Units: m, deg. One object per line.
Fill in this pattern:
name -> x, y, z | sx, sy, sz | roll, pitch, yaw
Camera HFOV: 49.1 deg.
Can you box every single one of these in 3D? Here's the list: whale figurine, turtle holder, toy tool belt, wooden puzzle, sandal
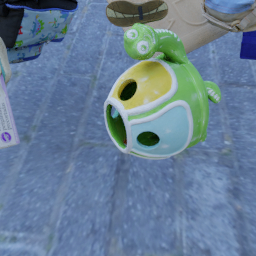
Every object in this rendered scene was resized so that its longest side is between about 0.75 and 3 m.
whale figurine -> -3.173, -0.992, 5.617 | 1.254, 2.416, 1.922 | -11, 88, -42
turtle holder -> 0.495, -0.416, 4.688 | 1.578, 2.223, 1.689 | -22, 67, -23
toy tool belt -> 2.337, -2.581, 5.565 | 1.199, 1.180, 1.920 | -50, 45, -8
wooden puzzle -> 0.982, -3.224, 7.491 | 2.629, 0.657, 2.839 | -27, 85, -3
sandal -> 0.146, -1.865, 4.568 | 1.028, 0.413, 0.278 | -1, 11, 11

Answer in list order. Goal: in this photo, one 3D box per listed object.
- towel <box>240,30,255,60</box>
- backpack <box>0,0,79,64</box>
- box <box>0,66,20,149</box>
towel -> 3.487, -2.420, 7.363 | 0.316, 1.276, 0.942 | -25, 34, -38
backpack -> -2.785, -2.937, 7.000 | 2.408, 1.934, 2.631 | 42, 35, 10
box -> -1.597, -0.461, 3.204 | 0.296, 1.430, 0.277 | -15, -1, 36
